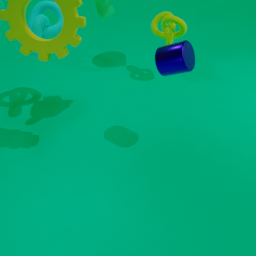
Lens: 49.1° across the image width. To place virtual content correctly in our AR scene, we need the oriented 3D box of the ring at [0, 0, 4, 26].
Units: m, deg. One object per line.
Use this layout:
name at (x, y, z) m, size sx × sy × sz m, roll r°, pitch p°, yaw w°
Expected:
ring at (-3.818, -2.819, 6.727) m, size 1.604 × 1.604 × 0.321 m, roll -22°, pitch 61°, yaw -21°

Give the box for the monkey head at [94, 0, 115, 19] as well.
monkey head at (-0.593, -3.491, 6.931) m, size 1.894 × 1.362 × 1.141 m, roll -36°, pitch 23°, yaw -26°

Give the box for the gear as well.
gear at (-1.819, -2.365, 6.050) m, size 1.743 × 1.743 × 0.322 m, roll 1°, pitch 24°, yaw 1°

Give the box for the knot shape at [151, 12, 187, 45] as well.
knot shape at (1.384, -3.566, 10.007) m, size 0.649 × 1.405 × 1.315 m, roll -24°, pitch 66°, yaw -26°

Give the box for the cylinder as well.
cylinder at (1.152, -1.686, 6.832) m, size 0.744 × 0.744 × 0.744 m, roll -4°, pitch 36°, yaw 37°

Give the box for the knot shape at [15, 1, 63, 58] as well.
knot shape at (-2.555, -2.992, 8.247) m, size 1.711 × 0.845 × 1.828 m, roll -48°, pitch 41°, yaw -7°
